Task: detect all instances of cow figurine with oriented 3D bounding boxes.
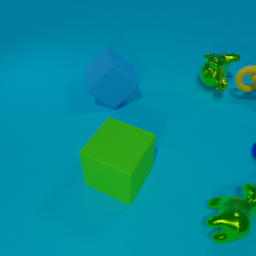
[{"bbox_3d":[2.353,1.658,5.643,1.427,0.796,1.450,-19,9,23],"label":"cow figurine"}]

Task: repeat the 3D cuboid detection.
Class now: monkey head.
[{"bbox_3d":[3.006,-1.912,9.227,1.282,1.074,1.782,-8,30,2],"label":"monkey head"}]

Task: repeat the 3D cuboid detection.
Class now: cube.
[{"bbox_3d":[-0.214,0.761,6.608,1.280,1.280,1.280,21,49,19],"label":"cube"},{"bbox_3d":[-0.533,-1.527,8.550,1.143,1.143,1.143,29,30,-37],"label":"cube"}]

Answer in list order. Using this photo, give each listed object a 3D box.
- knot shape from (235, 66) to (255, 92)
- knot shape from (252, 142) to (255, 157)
[{"bbox_3d":[3.971,-1.594,8.230,1.375,1.287,0.636,-12,78,-13],"label":"knot shape"},{"bbox_3d":[4.082,0.249,7.341,1.597,0.738,1.494,-1,58,10],"label":"knot shape"}]
